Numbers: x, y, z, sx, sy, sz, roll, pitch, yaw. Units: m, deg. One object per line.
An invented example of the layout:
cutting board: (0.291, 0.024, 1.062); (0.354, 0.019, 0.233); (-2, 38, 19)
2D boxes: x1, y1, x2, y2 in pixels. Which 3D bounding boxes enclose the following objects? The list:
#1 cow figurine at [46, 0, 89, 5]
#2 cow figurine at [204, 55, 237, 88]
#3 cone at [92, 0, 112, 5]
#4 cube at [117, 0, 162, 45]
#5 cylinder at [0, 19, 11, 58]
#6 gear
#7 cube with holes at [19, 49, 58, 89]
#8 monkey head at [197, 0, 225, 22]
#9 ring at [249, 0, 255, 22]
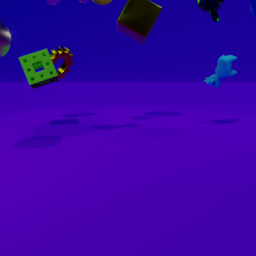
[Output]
cow figurine: (-1.486, -3.397, 6.478); (1.288, 1.309, 0.718); (-49, 1, -32)
cow figurine: (2.907, -1.789, 8.849); (0.978, 0.994, 0.546); (-9, 24, -3)
cone: (-0.875, -4.034, 7.742); (0.946, 0.946, 0.949); (4, 8, 19)
cube: (0.361, -3.701, 9.558); (1.115, 1.115, 1.115); (29, 3, -3)
cylinder: (-2.763, -1.716, 5.183); (0.909, 0.909, 0.909); (-1, 12, -6)
gear: (-2.508, -2.276, 10.068); (0.242, 1.309, 1.309); (36, 23, 18)
cube with holes: (-2.693, -1.774, 8.544); (0.840, 0.840, 0.840); (-22, 4, -12)
monkey head: (2.052, -3.411, 7.385); (0.912, 1.268, 0.764); (-27, -10, -21)
ring: (2.815, -2.144, 4.903); (1.348, 1.348, 0.270); (0, -18, 1)
